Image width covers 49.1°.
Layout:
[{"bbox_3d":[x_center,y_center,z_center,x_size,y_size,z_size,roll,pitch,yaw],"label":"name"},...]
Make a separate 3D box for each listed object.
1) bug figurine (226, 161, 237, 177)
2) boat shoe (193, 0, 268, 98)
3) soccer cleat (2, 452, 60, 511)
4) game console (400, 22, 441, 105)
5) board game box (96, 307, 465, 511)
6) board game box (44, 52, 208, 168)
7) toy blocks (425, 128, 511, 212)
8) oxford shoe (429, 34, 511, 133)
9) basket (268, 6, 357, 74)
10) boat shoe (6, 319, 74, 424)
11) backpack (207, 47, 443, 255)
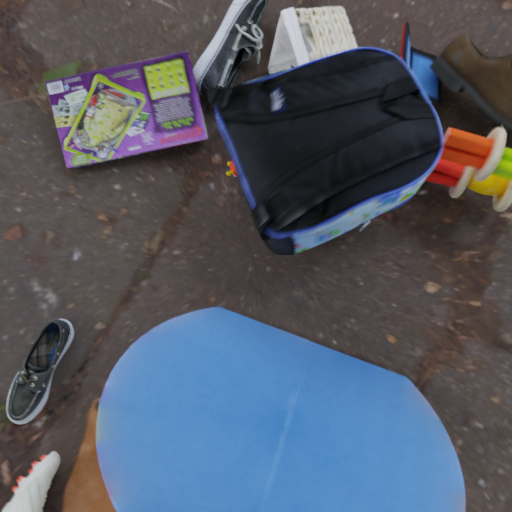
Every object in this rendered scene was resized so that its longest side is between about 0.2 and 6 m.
[{"bbox_3d":[0.618,-1.358,10.334,1.783,0.592,2.299,-35,83,-10],"label":"bug figurine"},{"bbox_3d":[-0.307,-4.122,10.847,0.854,0.923,2.500,30,79,11],"label":"boat shoe"},{"bbox_3d":[-3.710,4.127,9.109,0.770,0.688,1.986,35,86,3],"label":"soccer cleat"},{"bbox_3d":[3.168,-3.682,10.704,0.737,1.071,1.242,2,63,18],"label":"game console"},{"bbox_3d":[0.311,2.928,8.372,5.374,1.046,4.246,20,33,5],"label":"board game box"},{"bbox_3d":[-2.390,-2.700,10.466,2.708,0.437,1.625,-11,95,1],"label":"board game box"},{"bbox_3d":[3.393,-1.647,9.576,2.515,2.096,0.913,17,84,2],"label":"toy blocks"},{"bbox_3d":[4.548,-3.099,10.340,2.612,0.949,1.103,42,120,3],"label":"oxford shoe"},{"bbox_3d":[1.019,-3.507,10.270,1.158,1.877,1.272,-13,79,-10],"label":"basket"},{"bbox_3d":[-3.789,1.954,9.639,0.655,0.540,1.909,21,78,5],"label":"boat shoe"},{"bbox_3d":[1.175,-1.680,8.952,3.031,2.227,2.774,-22,77,3],"label":"backpack"}]
